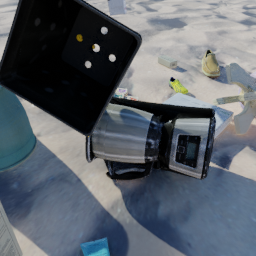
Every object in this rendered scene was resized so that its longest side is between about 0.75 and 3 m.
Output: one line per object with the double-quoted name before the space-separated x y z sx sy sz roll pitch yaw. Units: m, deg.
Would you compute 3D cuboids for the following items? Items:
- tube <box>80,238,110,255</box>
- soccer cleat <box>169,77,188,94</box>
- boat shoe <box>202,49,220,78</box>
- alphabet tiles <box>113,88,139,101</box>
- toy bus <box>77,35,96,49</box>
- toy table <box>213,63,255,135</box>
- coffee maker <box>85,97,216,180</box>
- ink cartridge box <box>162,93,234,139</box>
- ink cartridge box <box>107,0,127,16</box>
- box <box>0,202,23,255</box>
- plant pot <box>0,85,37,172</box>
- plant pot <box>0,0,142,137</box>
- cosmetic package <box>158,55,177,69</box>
"tube" -0.486 2.620 5.145 0.547 0.356 1.412 -3 29 -19
"soccer cleat" 2.037 -1.736 11.414 0.365 0.472 1.129 -17 38 -23
"boat shoe" 3.841 -3.087 13.092 0.776 0.825 2.167 0 34 1
"alphabet tiles" -0.837 -0.983 10.575 2.302 0.172 2.354 9 35 12
"toy bus" -1.494 -2.878 8.643 0.607 1.109 1.175 -34 80 -21
"toy table" 3.953 -1.004 9.043 1.444 2.465 2.266 -10 80 -16
"coffee maker" 0.740 0.033 7.456 2.983 2.009 2.865 9 35 12
"ink cartridge box" 1.964 -0.285 9.278 2.249 0.457 2.253 27 42 34
"ink cartridge box" -0.450 -4.955 10.380 0.596 1.414 1.023 -6 25 8
"box" -2.654 2.033 4.683 0.957 1.756 1.123 5 34 12
"plant pot" -3.921 -0.269 7.751 2.299 2.161 2.299 0 35 0
"plant pot" -0.947 -1.531 5.807 2.176 2.171 1.931 32 27 0
"cosmetic package" 1.940 -3.267 13.796 0.487 0.344 0.942 -20 38 -27
